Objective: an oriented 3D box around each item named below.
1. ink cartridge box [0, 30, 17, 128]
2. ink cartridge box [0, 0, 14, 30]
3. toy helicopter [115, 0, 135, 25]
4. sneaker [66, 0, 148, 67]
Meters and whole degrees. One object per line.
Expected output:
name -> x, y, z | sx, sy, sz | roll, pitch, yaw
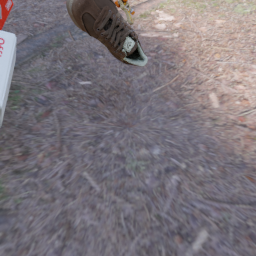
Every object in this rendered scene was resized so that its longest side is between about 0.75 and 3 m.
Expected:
ink cartridge box -> -3.299, -1.033, 4.972 | 2.274, 0.956, 1.660 | 10, 67, -19
ink cartridge box -> -3.002, -3.247, 5.929 | 0.535, 2.132, 2.456 | -14, 45, 7
toy helicopter -> 0.000, -3.915, 9.459 | 0.677, 0.404, 1.024 | 4, 66, -53
sneaker -> -0.262, -2.345, 6.712 | 1.101, 2.915, 1.027 | 38, 98, 22
